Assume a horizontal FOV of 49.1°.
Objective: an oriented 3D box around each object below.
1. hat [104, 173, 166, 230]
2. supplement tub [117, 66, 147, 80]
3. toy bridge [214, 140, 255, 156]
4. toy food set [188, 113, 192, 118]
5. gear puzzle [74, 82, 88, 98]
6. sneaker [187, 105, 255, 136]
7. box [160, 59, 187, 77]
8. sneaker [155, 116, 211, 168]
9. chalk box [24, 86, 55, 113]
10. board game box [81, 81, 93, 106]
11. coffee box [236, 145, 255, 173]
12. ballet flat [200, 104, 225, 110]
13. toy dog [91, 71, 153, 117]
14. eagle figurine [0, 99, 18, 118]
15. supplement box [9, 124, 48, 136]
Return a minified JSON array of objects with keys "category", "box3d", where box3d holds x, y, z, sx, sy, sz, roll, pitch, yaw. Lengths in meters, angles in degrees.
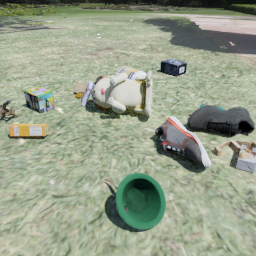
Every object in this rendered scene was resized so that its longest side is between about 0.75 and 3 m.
[{"category":"hat","box3d":[0.129,2.040,7.722,1.356,1.441,1.637,7,61,-17]},{"category":"supplement tub","box3d":[0.306,-2.495,14.867,1.240,1.240,1.718,-22,35,-34]},{"category":"toy bridge","box3d":[3.905,0.666,10.141,1.730,0.235,0.581,-7,28,-11]},{"category":"toy food set","box3d":[2.957,-0.524,12.427,0.527,0.131,0.829,9,30,17]},{"category":"gear puzzle","box3d":[-2.421,-2.003,15.081,0.966,0.244,1.864,1,32,-2]},{"category":"sneaker","box3d":[3.711,-0.225,11.069,2.685,1.020,1.219,-4,36,-3]},{"category":"box","box3d":[2.917,-3.897,17.971,1.015,0.732,1.368,-25,37,-38]},{"category":"sneaker","box3d":[1.811,0.653,9.750,1.119,1.053,2.732,-33,34,-2]},{"category":"chalk box","box3d":[-4.028,-1.298,13.085,1.405,0.877,0.871,22,36,33]},{"category":"board game box","box3d":[-1.998,-1.684,13.701,0.201,0.975,0.973,21,23,-18]},{"category":"coffee box","box3d":[3.988,1.005,9.345,0.573,0.399,1.002,14,32,23]},{"category":"ballet flat","box3d":[3.937,-0.820,12.765,1.339,0.454,0.484,16,13,34]},{"category":"toy dog","box3d":[-0.296,-1.660,12.732,2.786,1.944,2.701,2,15,6]},{"category":"eagle figurine","box3d":[-5.625,-0.722,12.073,1.357,1.029,1.024,11,50,9]},{"category":"supplement box","box3d":[-3.834,0.077,10.854,1.392,0.479,0.463,2,9,2]}]
